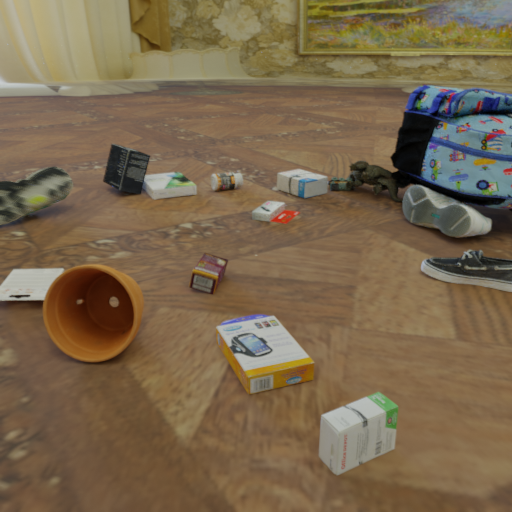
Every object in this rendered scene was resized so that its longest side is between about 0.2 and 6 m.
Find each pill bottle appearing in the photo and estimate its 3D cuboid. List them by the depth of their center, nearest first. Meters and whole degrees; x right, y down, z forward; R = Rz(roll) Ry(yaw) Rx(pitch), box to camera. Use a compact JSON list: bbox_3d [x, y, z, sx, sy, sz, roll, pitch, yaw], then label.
[{"bbox_3d":[-0.809,-2.056,15.456,0.813,0.473,0.473,-9,24,-21],"label":"pill bottle"}]

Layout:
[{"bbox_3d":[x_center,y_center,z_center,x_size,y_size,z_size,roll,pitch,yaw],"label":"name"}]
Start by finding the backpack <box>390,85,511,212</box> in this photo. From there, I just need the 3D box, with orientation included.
[{"bbox_3d":[5.470,-2.436,12.930,3.543,2.611,3.881,2,18,-14],"label":"backpack"}]

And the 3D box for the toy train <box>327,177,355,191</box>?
[{"bbox_3d":[2.364,-1.953,15.458,0.769,0.327,0.438,3,35,1],"label":"toy train"}]

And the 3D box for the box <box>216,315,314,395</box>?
[{"bbox_3d":[0.054,1.273,7.660,0.913,0.318,1.534,-8,21,-19],"label":"box"}]

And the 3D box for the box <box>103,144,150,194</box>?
[{"bbox_3d":[-3.518,-2.354,15.157,0.691,1.096,1.115,10,12,-41],"label":"box"}]

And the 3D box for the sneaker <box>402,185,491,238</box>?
[{"bbox_3d":[4.179,-0.922,12.504,0.956,0.839,2.385,7,20,-27],"label":"sneaker"}]

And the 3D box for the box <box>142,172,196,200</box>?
[{"bbox_3d":[-2.450,-1.949,15.414,1.203,0.303,1.667,-10,25,-21],"label":"box"}]

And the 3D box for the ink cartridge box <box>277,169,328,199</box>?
[{"bbox_3d":[1.242,-1.968,15.218,0.844,0.495,1.153,-17,29,-35],"label":"ink cartridge box"}]

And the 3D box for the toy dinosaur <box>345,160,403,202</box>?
[{"bbox_3d":[3.189,-2.101,15.002,1.202,0.904,2.350,-22,30,-38],"label":"toy dinosaur"}]

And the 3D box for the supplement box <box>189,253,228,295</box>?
[{"bbox_3d":[-0.825,0.301,9.809,0.453,0.352,0.821,17,24,4],"label":"supplement box"}]

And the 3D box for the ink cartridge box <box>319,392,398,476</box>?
[{"bbox_3d":[1.070,1.854,5.880,0.793,0.579,0.333,-12,26,-27],"label":"ink cartridge box"}]

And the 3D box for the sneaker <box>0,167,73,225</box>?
[{"bbox_3d":[-5.536,-1.237,13.179,2.535,0.982,1.010,-23,-7,-27],"label":"sneaker"}]

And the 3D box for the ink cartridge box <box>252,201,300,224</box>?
[{"bbox_3d":[0.484,-1.044,13.356,0.858,0.215,0.988,9,24,23],"label":"ink cartridge box"}]

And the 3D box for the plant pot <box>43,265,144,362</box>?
[{"bbox_3d":[-2.152,0.727,7.882,1.320,1.320,0.924,3,7,8],"label":"plant pot"}]

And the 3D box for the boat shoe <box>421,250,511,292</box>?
[{"bbox_3d":[3.844,0.171,9.908,1.760,0.597,0.631,12,25,26],"label":"boat shoe"}]

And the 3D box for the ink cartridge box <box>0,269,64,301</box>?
[{"bbox_3d":[-3.823,0.566,9.450,0.904,0.281,1.124,-1,27,-2],"label":"ink cartridge box"}]
